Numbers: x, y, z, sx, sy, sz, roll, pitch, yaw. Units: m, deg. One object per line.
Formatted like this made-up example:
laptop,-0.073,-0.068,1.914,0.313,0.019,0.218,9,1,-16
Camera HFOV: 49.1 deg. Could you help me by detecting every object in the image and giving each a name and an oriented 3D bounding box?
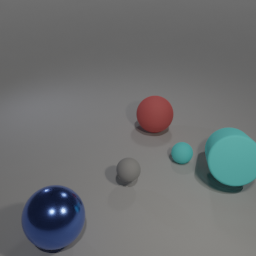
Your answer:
ball,0.016,1.194,8.019,0.700,0.700,0.700,0,30,0
ball,1.758,0.808,9.111,0.700,0.700,0.700,0,30,0
ball,-1.674,2.006,6.355,1.400,1.400,1.400,0,30,0
cylinder,2.957,0.771,8.008,1.400,1.400,1.400,7,10,11
ball,1.019,-0.526,10.634,1.400,1.400,1.400,0,30,0
